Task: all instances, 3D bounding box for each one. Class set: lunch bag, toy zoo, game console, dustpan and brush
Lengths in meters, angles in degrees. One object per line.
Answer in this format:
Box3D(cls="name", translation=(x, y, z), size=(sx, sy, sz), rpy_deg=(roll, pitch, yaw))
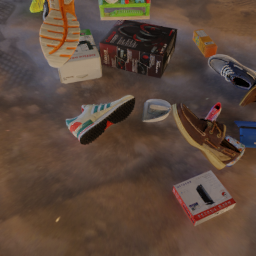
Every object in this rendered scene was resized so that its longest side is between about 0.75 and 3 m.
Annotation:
Box3D(cls="lunch bag", translation=(3.078, 0.686, 8.569), size=(0.754, 0.355, 0.941), rpy_deg=(35, 57, 30))
Box3D(cls="toy zoo", translation=(-0.120, -4.567, 8.754), size=(1.744, 2.659, 0.272), rpy_deg=(-1, 60, -1))
Box3D(cls="game console", translation=(4.136, 0.200, 9.168), size=(1.150, 0.680, 0.982), rpy_deg=(3, 79, 3))
Box3D(cls="dustpan and brush", translation=(1.289, -0.647, 9.711), size=(1.522, 0.436, 1.062), rpy_deg=(6, 48, 5))

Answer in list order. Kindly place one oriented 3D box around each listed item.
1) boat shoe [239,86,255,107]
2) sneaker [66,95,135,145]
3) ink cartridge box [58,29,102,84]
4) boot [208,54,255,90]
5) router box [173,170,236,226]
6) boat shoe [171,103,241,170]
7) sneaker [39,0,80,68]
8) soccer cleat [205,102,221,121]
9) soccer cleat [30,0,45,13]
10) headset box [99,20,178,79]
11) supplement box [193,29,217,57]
Box3D(cls="boat shoe", translation=(4.630, -1.208, 10.147), size=(1.515, 0.545, 0.512), rpy_deg=(-37, 70, -22))
Box3D(cls="sneaker", translation=(-0.904, -0.559, 9.312), size=(2.541, 0.894, 1.188), rpy_deg=(-38, 63, -26))
Box3D(cls="ink cartridge box", translation=(-2.112, -2.980, 11.462), size=(1.692, 0.959, 2.308), rpy_deg=(-13, 49, -11))
Box3D(cls="boot", translation=(3.938, -2.172, 10.767), size=(2.117, 0.770, 0.956), rpy_deg=(31, 39, 24))
Box3D(cls="router box", translation=(2.016, 1.852, 7.531), size=(1.250, 0.305, 1.122), rpy_deg=(-19, 51, -16))
Box3D(cls="boat shoe", translation=(1.572, 0.091, 5.445), size=(0.678, 1.883, 0.679), rpy_deg=(-33, 28, 27))
Box3D(cls="sneaker", translation=(-1.833, -2.752, 7.505), size=(0.986, 0.973, 2.519), rpy_deg=(6, 75, -20))
Box3D(cls="soccer cleat", translation=(2.883, -0.439, 9.543), size=(0.378, 0.406, 1.109), rpy_deg=(26, 53, 21))
Box3D(cls="soccer cleat", translation=(-4.860, -6.931, 15.103), size=(0.688, 0.890, 2.128), rpy_deg=(4, 48, 3))
Box3D(cls="headset box", translation=(0.321, -3.435, 11.770), size=(2.980, 1.118, 2.215), rpy_deg=(17, 50, 15))
Box3D(cls="supplement box", translation=(3.414, -3.813, 12.535), size=(0.536, 0.518, 1.557), rpy_deg=(-9, 48, -6))
